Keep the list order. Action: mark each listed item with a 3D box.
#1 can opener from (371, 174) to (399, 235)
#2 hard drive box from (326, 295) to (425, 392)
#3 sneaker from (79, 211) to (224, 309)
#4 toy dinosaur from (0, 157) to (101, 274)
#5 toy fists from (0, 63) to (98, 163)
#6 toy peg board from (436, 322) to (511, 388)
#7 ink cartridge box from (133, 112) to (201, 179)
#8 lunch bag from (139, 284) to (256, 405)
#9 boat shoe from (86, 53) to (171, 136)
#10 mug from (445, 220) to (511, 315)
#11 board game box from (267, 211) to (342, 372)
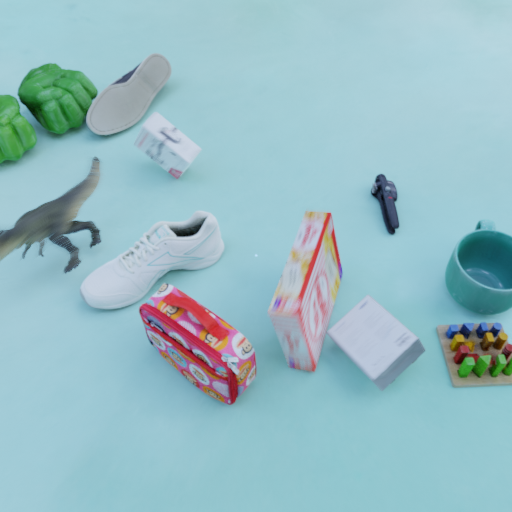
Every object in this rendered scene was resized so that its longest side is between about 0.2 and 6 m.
[{"bbox_3d":[2.808,-1.140,11.948,0.598,0.482,1.522,-1,51,-2],"label":"can opener"},{"bbox_3d":[2.001,1.442,9.467,1.014,0.500,1.301,-42,44,-1],"label":"hard drive box"},{"bbox_3d":[-2.010,-0.034,10.648,2.959,1.186,1.041,-28,58,-19],"label":"sneaker"},{"bbox_3d":[-3.669,-0.551,10.662,0.746,1.386,3.145,-13,29,49],"label":"toy dinosaur"},{"bbox_3d":[-5.478,-3.411,13.285,1.825,1.231,3.580,38,60,25],"label":"toy fists"},{"bbox_3d":[3.918,1.593,9.720,1.198,0.586,1.193,-2,52,-2],"label":"toy peg board"},{"bbox_3d":[-1.959,-2.403,12.276,1.266,0.922,0.537,40,61,-9],"label":"ink cartridge box"},{"bbox_3d":[-0.937,1.367,9.121,2.035,1.792,0.834,31,58,22],"label":"lunch bag"},{"bbox_3d":[-3.269,-3.969,14.148,0.917,1.063,2.925,-8,41,53],"label":"boat shoe"},{"bbox_3d":[4.348,0.291,10.442,1.418,1.067,1.726,35,59,25],"label":"mug"},{"bbox_3d":[0.926,0.600,9.768,0.517,1.691,2.232,5,51,23],"label":"board game box"}]
